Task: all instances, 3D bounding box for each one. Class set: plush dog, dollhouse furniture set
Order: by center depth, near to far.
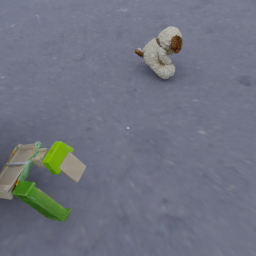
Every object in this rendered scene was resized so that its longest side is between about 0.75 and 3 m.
[{"bbox_3d":[-1.762,0.991,5.514,1.803,0.905,1.181,-8,45,43],"label":"dollhouse furniture set"},{"bbox_3d":[1.110,-2.598,8.905,1.304,1.396,1.625,28,33,-29],"label":"plush dog"}]
